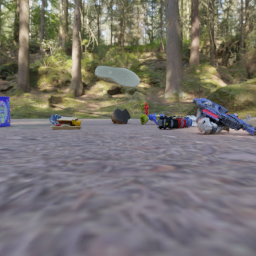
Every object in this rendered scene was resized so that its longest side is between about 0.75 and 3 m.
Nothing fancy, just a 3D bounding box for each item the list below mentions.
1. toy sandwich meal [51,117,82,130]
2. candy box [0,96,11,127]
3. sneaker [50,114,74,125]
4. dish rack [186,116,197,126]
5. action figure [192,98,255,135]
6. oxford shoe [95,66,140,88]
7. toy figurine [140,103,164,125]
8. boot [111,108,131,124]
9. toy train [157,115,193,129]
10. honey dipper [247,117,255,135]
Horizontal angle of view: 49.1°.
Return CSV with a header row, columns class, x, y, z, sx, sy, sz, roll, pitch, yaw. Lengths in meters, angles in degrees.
class,x,y,z,sx,sy,sz,roll,pitch,yaw
toy sandwich meal,-2.295,-0.181,10.541,1.278,0.438,1.278,0,2,0
candy box,-6.009,-0.715,12.150,0.623,1.367,1.617,0,2,34
sneaker,-3.387,-0.345,14.728,1.490,0.574,0.635,8,-6,13
dish rack,3.219,-0.369,14.557,2.042,0.518,2.379,-2,2,-29
action figure,2.621,-0.098,7.672,1.785,0.965,1.845,-9,38,-39
oxford shoe,-0.502,-2.513,13.892,2.369,0.891,0.684,17,-12,17
toy figurine,1.576,-0.764,16.056,1.453,1.280,2.426,6,4,12
boot,-0.652,-0.582,17.824,1.099,1.072,2.912,-28,-1,13
toy train,1.968,-0.232,11.100,0.684,0.509,2.986,5,5,28
honey dipper,3.136,0.037,6.468,0.439,0.439,2.309,1,6,14
